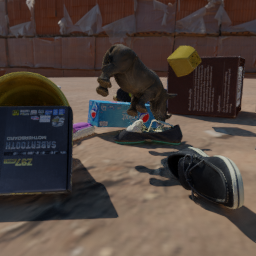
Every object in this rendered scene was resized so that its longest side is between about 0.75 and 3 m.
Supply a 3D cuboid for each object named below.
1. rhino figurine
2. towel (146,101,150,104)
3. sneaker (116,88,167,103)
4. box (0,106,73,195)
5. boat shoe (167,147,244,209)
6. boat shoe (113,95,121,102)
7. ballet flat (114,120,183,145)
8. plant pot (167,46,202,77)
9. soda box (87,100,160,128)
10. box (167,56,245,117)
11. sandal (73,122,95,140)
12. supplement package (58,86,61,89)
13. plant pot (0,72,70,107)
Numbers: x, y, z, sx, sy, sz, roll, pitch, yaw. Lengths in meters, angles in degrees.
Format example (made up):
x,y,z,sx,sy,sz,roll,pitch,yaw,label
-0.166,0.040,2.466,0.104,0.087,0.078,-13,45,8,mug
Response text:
x,y,z,sx,sy,sz,roll,pitch,yaw,label
0.375,-0.979,7.204,0.886,1.296,2.963,1,-24,45,rhino figurine
1.444,-1.254,13.993,1.803,0.438,1.007,1,14,4,towel
0.846,-1.715,15.167,2.905,0.958,1.139,2,3,7,sneaker
-1.835,0.370,4.621,1.819,1.434,0.464,-1,-18,-3,box
1.162,0.760,4.512,0.642,0.769,2.061,-7,9,-9,boat shoe
-0.656,-1.657,15.864,0.424,0.469,1.316,-6,5,11,boat shoe
0.543,0.085,7.631,1.876,0.685,0.685,1,13,6,ballet flat
2.125,-2.443,10.130,0.842,0.847,0.867,-46,25,-16,plant pot
-0.044,-0.429,9.005,2.369,0.760,0.804,2,9,-33,soda box
3.467,-1.903,12.364,2.917,2.420,2.395,6,14,26,box
-1.909,0.008,7.829,1.092,0.659,2.683,5,11,23,sandal
-3.627,-1.126,11.328,1.299,1.349,2.373,-5,13,-27,supplement package
-1.971,-0.048,5.846,1.771,1.771,1.666,-1,-9,-3,plant pot
